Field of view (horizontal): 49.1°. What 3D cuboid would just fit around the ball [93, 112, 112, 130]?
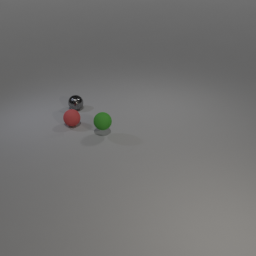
[{"bbox_3d":[-0.973,-0.261,10.750,0.700,0.700,0.700,0,29,0],"label":"ball"}]

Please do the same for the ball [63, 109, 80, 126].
[{"bbox_3d":[-2.312,-0.421,11.534,0.700,0.700,0.700,0,29,0],"label":"ball"}]

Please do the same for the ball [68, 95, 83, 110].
[{"bbox_3d":[-2.406,-1.168,12.906,0.700,0.700,0.700,0,29,0],"label":"ball"}]
